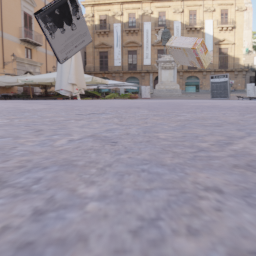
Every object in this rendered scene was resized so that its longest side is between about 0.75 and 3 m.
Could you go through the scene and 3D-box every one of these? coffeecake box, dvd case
[{"bbox_3d":[2.240,-2.792,10.298,1.383,0.505,1.062,24,-15,44],"label":"coffeecake box"},{"bbox_3d":[-2.263,-3.615,10.231,1.657,2.205,0.273,-41,59,-15],"label":"dvd case"}]
